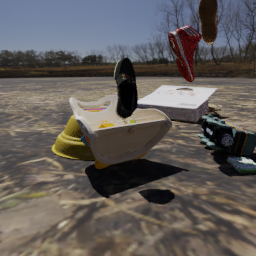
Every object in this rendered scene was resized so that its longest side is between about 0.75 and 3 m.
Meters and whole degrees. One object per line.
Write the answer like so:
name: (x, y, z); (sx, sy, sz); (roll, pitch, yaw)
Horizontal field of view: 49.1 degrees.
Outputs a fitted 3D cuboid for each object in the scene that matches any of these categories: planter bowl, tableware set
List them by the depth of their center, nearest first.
planter bowl: (-0.914, 0.047, 7.689); (2.338, 0.974, 2.338); (0, 14, 0)
tableware set: (3.171, -0.783, 12.743); (1.755, 0.352, 1.160); (-8, 26, -7)

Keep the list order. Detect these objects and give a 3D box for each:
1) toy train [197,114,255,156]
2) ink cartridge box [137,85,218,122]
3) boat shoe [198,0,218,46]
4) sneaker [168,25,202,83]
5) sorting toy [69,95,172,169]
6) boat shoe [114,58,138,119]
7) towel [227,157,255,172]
toy train: (2.638, 0.179, 7.663); (1.129, 0.845, 1.982); (12, 11, -2)
ink cartridge box: (2.203, -1.181, 12.574); (2.916, 0.652, 2.569); (10, 29, 35)
boat shoe: (3.014, -4.046, 10.522); (0.721, 1.957, 0.677); (1, -6, 17)
sneaker: (1.695, -1.989, 7.404); (0.843, 1.460, 0.572); (-30, 28, -7)
sorting toy: (-0.442, -0.181, 6.613); (2.126, 1.136, 1.914); (-9, 46, -36)
boat shoe: (-0.012, -0.855, 5.645); (0.481, 1.314, 0.412); (8, -20, -21)
towel: (2.614, 0.809, 6.266); (0.563, 0.116, 0.754); (-1, 13, -2)
